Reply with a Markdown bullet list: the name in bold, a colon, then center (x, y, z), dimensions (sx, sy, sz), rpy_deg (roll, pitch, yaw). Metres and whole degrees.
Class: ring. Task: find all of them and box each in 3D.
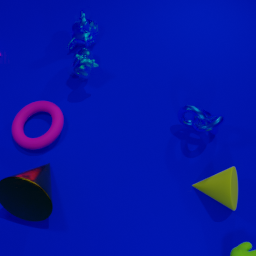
- **ring**: center (-2.784, -0.109, 8.630), dimensions (1.646, 0.329, 1.646), rpy_deg (-4, 62, 9)

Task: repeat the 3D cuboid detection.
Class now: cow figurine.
- **cow figurine**: center (-1.452, -2.172, 9.211), dimensions (0.804, 1.441, 1.464), rpy_deg (24, 56, -21)
- **cow figurine**: center (2.420, 3.264, 6.367), dimensions (1.154, 1.173, 0.644), rpy_deg (-12, 21, -20)

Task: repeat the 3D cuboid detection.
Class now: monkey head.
- **monkey head**: center (-1.696, -3.568, 10.110), dimensions (0.984, 1.175, 1.634), rpy_deg (17, 82, 19)

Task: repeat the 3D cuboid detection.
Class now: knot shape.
- **knot shape**: center (2.297, -0.221, 8.438), dimensions (1.421, 1.330, 0.657), rpy_deg (24, 100, 42)

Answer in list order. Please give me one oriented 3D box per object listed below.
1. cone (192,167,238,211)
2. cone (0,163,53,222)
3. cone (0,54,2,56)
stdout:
- **cone**: center (2.326, 1.618, 7.698), dimensions (1.150, 1.146, 1.146), rpy_deg (-2, 58, 29)
- **cone**: center (-2.431, 1.412, 7.546), dimensions (1.505, 1.505, 1.511), rpy_deg (11, 33, 6)
- **cone**: center (-5.050, -2.900, 10.184), dimensions (0.988, 0.984, 0.984), rpy_deg (31, 63, -12)
